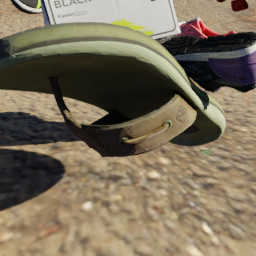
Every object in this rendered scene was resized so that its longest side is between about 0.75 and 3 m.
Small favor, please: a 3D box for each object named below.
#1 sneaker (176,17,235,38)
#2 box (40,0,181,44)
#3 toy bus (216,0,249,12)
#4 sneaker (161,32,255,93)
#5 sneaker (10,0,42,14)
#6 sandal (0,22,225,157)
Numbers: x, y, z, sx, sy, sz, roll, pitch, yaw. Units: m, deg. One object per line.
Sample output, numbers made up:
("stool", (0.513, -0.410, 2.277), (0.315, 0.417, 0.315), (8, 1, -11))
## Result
("sneaker", (1.177, -1.997, 6.273), (2.639, 1.145, 0.973), (18, 47, 10))
("box", (-0.439, -1.282, 4.364), (1.516, 0.782, 2.600), (-17, 4, -13))
("toy bus", (1.844, -2.525, 4.318), (1.504, 0.777, 1.419), (7, -4, -21))
("sneaker", (0.727, -0.619, 2.926), (0.488, 0.564, 1.288), (-38, 33, -24))
("sneaker", (-1.976, -3.614, 7.029), (0.803, 0.928, 2.241), (47, 49, -2))
("sandal", (0.111, -0.087, 2.564), (1.112, 0.799, 2.801), (-13, -23, 43))
